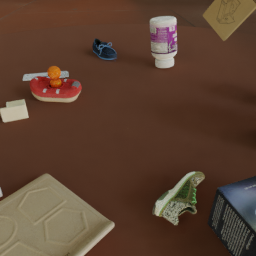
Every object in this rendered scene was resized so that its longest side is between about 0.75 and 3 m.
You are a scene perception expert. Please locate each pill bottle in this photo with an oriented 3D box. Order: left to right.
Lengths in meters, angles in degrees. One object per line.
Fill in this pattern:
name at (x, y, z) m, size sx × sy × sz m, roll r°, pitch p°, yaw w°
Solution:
pill bottle at (1.838, -4.365, 14.335) m, size 1.338 × 2.383 × 1.338 m, roll -5°, pitch 31°, yaw 3°

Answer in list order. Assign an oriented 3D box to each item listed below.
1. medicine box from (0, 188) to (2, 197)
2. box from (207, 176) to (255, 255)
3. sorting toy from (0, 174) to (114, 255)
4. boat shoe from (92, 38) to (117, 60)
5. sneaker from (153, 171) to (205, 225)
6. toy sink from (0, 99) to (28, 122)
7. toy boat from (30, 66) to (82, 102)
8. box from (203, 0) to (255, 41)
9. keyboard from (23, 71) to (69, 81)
medicine box at (-4.035, 1.585, 7.289) m, size 1.082 × 0.557 × 0.985 m, roll -27°, pitch 42°, yaw -34°
box at (3.293, 2.120, 5.807) m, size 2.216 × 1.365 × 2.198 m, roll -13°, pitch 38°, yaw -18°
sorting toy at (-2.146, 2.361, 6.281) m, size 2.856 × 0.521 × 2.643 m, roll 22°, pitch 40°, yaw 36°
boat shoe at (-1.472, -4.553, 16.091) m, size 0.976 × 0.796 × 2.320 m, roll -25°, pitch 41°, yaw -31°
sneaker at (1.453, 1.797, 7.030) m, size 1.809 × 0.696 × 0.802 m, roll -32°, pitch 57°, yaw -30°
toy sink at (-4.299, -0.660, 10.563) m, size 0.908 × 0.592 × 0.509 m, roll -14°, pitch 37°, yaw -18°
toy boat at (-3.051, -1.923, 11.709) m, size 2.102 × 1.374 × 1.372 m, roll 3°, pitch 34°, yaw 4°
box at (3.494, -4.059, 9.688) m, size 0.169 × 1.587 × 1.297 m, roll -22°, pitch 73°, yaw -38°
keyboard at (-4.044, -2.563, 13.819) m, size 2.182 × 0.116 × 0.614 m, roll -7°, pitch 40°, yaw -10°
